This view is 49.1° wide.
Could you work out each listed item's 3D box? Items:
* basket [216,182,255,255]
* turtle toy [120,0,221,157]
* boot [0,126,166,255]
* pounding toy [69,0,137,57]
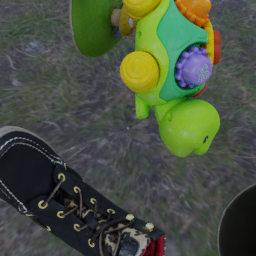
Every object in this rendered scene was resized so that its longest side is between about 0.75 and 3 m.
[{"bbox_3d":[2.348,1.441,2.933,1.980,2.196,1.493,5,74,47],"label":"basket"},{"bbox_3d":[0.761,-0.950,4.609,1.438,2.073,2.845,0,88,11],"label":"turtle toy"},{"bbox_3d":[-0.499,0.948,3.076,1.657,2.201,0.805,22,59,30],"label":"boot"},{"bbox_3d":[-0.192,-2.610,5.684,1.301,2.805,2.165,16,72,13],"label":"pounding toy"}]
